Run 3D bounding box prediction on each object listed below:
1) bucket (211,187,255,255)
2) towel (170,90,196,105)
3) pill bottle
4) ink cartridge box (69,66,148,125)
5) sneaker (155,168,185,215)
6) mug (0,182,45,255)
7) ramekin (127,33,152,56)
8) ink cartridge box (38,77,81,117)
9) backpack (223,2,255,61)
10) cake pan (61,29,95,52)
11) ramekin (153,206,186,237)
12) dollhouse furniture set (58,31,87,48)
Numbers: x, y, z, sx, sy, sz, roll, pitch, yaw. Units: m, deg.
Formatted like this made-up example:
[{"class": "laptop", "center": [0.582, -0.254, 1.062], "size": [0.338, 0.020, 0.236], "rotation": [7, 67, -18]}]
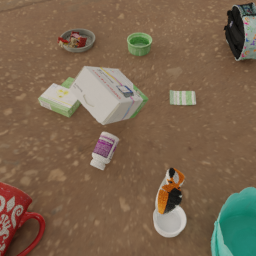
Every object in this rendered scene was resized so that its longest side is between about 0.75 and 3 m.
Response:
[{"class": "bucket", "center": [3.707, 3.255, 7.841], "size": [2.777, 1.807, 2.777], "rotation": [0, 51, 0]}, {"class": "towel", "center": [2.476, -1.377, 12.692], "size": [1.150, 0.135, 0.877], "rotation": [3, 52, 2]}, {"class": "pill bottle", "center": [-0.874, 0.842, 10.178], "size": [0.714, 0.714, 1.272], "rotation": [20, 76, 16]}, {"class": "ink cartridge box", "center": [-0.616, -1.229, 10.290], "size": [1.854, 1.116, 2.551], "rotation": [46, 25, 13]}, {"class": "sneaker", "center": [1.262, 2.158, 8.897], "size": [0.751, 0.912, 1.983], "rotation": [29, 32, 9]}, {"class": "mug", "center": [-3.872, 3.088, 8.083], "size": [2.305, 1.732, 2.596], "rotation": [9, 55, 10]}, {"class": "ramekin", "center": [0.607, -4.409, 14.830], "size": [1.314, 0.642, 1.314], "rotation": [0, 51, 0]}, {"class": "ink cartridge box", "center": [-2.696, -1.599, 12.649], "size": [1.607, 0.530, 2.209], "rotation": [22, 56, 17]}, {"class": "backpack", "center": [6.003, -4.694, 14.043], "size": [1.920, 2.264, 2.551], "rotation": [0, 54, 5]}, {"class": "cake pan", "center": [-2.738, -4.762, 15.305], "size": [1.922, 0.352, 1.922], "rotation": [0, 51, 0]}, {"class": "ramekin", "center": [1.305, 2.952, 8.922], "size": [1.031, 0.503, 1.031], "rotation": [0, 51, 0]}, {"class": "dollhouse furniture set", "center": [-2.987, -4.620, 14.572], "size": [0.832, 0.629, 1.546], "rotation": [39, 32, 27]}]
